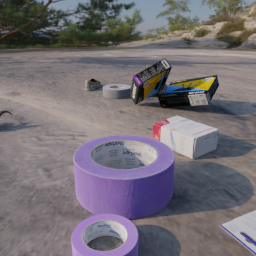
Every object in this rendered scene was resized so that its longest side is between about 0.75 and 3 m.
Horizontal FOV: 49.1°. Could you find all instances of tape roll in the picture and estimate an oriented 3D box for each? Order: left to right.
[{"bbox_3d":[-0.371,1.886,4.595,1.079,0.354,1.079,0,19,0],"label":"tape roll"},{"bbox_3d":[-0.581,-1.934,14.764,1.488,0.492,1.488,-1,21,0],"label":"tape roll"},{"bbox_3d":[-0.085,0.970,6.247,2.197,0.934,2.197,1,21,0],"label":"tape roll"}]

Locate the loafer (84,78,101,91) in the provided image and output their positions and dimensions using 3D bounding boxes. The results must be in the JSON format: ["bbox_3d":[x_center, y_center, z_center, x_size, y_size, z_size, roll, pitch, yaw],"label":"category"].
[{"bbox_3d":[-2.052,-2.680,16.618,0.694,0.607,1.931,5,21,12],"label":"loafer"}]

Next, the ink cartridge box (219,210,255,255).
[{"bbox_3d":[2.721,1.778,4.847,2.154,0.399,1.020,-8,22,-26],"label":"ink cartridge box"}]

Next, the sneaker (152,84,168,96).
[{"bbox_3d":[1.149,-1.916,14.583,2.166,0.816,0.858,10,35,42],"label":"sneaker"}]

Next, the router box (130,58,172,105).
[{"bbox_3d":[0.944,-1.980,12.333,1.617,0.554,2.168,-30,-13,-10],"label":"router box"}]

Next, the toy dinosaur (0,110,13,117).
[{"bbox_3d":[-5.279,-0.217,9.993,2.184,0.841,1.117,4,33,-9],"label":"toy dinosaur"}]

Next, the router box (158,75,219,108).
[{"bbox_3d":[2.687,-1.605,12.410,2.246,0.573,1.675,-2,34,37],"label":"router box"}]

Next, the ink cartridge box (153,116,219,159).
[{"bbox_3d":[1.726,0.235,8.566,1.202,0.698,1.629,-16,27,-36],"label":"ink cartridge box"}]
